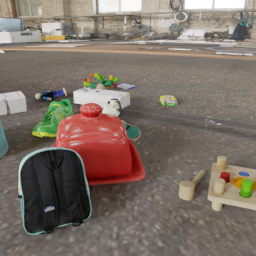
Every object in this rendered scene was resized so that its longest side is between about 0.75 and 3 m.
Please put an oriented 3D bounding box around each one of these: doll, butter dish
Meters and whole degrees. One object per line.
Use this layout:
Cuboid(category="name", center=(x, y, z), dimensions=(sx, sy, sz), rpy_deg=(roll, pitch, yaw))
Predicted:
Cuboid(category="doll", center=(-4.233, -1.838, 15.356), dimensions=(1.621, 0.393, 1.106), rpy_deg=(-14, 33, -15))
Cuboid(category="butter dish", center=(-1.031, 0.268, 8.121), dimensions=(2.743, 2.033, 2.751), rpy_deg=(-4, 23, -8))

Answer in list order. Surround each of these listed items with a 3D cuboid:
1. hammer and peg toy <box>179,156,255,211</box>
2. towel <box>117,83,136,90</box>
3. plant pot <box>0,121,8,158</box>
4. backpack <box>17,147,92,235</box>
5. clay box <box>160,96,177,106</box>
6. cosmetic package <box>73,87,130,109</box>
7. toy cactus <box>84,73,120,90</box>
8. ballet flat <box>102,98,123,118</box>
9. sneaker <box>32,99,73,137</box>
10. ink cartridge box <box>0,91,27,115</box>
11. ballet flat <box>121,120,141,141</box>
Cuboid(category="hammer and peg toy", center=(2.556, 1.355, 7.069), dimensions=(2.340, 0.825, 1.721), rpy_deg=(8, 24, 19))
Cuboid(category="towel", center=(-0.132, -2.627, 17.612), dimensions=(0.839, 0.136, 1.142), rpy_deg=(-21, 30, -39))
Cuboid(category="plant pot", center=(-5.343, -0.068, 8.984), dimensions=(2.501, 2.007, 2.501), rpy_deg=(-1, 22, 0))
Cuboid(category="backpack", center=(-1.650, 1.246, 6.199), dimensions=(1.496, 1.702, 1.304), rpy_deg=(-9, 8, -17))
Cuboid(category="clay box", center=(2.087, -1.450, 14.559), dimensions=(0.692, 0.287, 1.205), rpy_deg=(-1, 23, -4))
Cuboid(category="cosmetic package", center=(-1.339, -1.537, 14.259), dimensions=(2.705, 0.685, 1.116), rpy_deg=(10, 26, 23))
Cuboid(category="toy cactus", center=(-1.607, -2.496, 16.525), dimensions=(2.181, 1.115, 1.800), rpy_deg=(2, 41, -2))
Cuboid(category="ballet flat", center=(-0.736, -0.656, 11.814), dimensions=(0.980, 0.980, 2.682), rpy_deg=(2, 23, 6))
Cuboid(category="sneaker", center=(-2.959, -0.432, 10.983), dimensions=(1.009, 1.138, 2.723), rpy_deg=(4, 23, 8))
Cuboid(category="ink cartridge box", center=(-5.825, -1.157, 13.246), dimensions=(1.731, 0.743, 1.267), rpy_deg=(-11, 26, -28))
Cuboid(category="ballet flat", center=(0.050, 0.145, 10.403), dimensions=(0.555, 0.555, 1.598), rpy_deg=(-12, 28, -27))
